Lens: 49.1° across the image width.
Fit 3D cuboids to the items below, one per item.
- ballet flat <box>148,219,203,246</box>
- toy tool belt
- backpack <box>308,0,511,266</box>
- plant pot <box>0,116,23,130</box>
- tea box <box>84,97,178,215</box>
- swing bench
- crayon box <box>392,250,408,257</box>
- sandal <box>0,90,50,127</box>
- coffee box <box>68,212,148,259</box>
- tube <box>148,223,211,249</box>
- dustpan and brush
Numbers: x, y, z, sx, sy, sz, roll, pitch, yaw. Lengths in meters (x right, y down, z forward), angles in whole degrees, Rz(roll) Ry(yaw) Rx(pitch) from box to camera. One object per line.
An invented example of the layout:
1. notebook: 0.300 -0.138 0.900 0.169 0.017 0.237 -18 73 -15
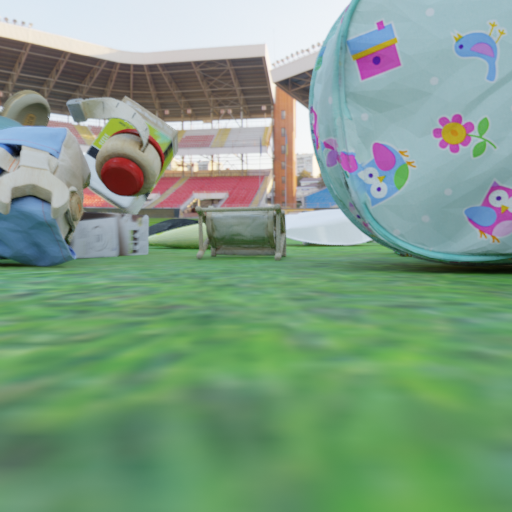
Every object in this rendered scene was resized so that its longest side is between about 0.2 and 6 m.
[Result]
1. ballet flat: -1.389 -0.446 12.996 2.663 0.756 0.885 -6 34 -27
2. toy tool belt: -2.351 -0.473 5.437 2.708 1.691 1.664 -2 42 9
3. backpack: 2.809 -1.559 5.101 4.593 3.832 2.907 -5 5 15
4. plant pot: -3.829 -0.816 7.141 1.992 1.341 1.992 -15 -3 -1
5. tea box: -1.971 -1.488 8.793 0.957 1.409 1.432 34 -6 -6
6. swing bench: -0.163 -0.299 7.256 1.055 0.688 1.061 0 2 6
7. crayon box: 3.195 -0.342 8.075 2.319 0.676 1.378 0 3 10
8. sandal: -3.670 -1.192 8.653 0.716 2.650 1.064 27 14 14
9. coffee box: -2.333 -0.299 7.831 0.888 0.627 1.571 3 3 25
10. tube: -1.227 -0.368 10.787 2.188 0.568 0.635 -4 -39 32
11. dustpan and brush: 2.191 -0.558 12.980 3.253 0.931 2.270 -6 12 11
